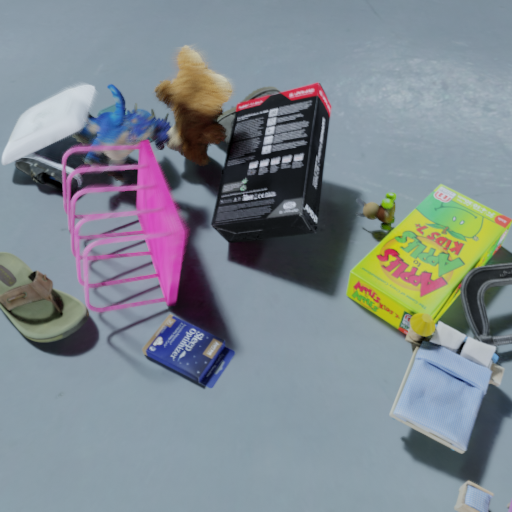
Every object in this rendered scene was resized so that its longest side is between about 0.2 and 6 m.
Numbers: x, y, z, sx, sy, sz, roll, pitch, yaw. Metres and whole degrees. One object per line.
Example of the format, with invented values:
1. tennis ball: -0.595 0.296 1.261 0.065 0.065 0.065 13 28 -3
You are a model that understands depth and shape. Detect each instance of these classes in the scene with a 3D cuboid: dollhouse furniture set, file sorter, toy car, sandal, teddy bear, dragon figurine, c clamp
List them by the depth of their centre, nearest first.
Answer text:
1. dollhouse furniture set: 3.067 2.085 7.568 2.672 1.744 2.523 27 56 13
2. c clamp: 4.386 1.094 9.403 2.404 0.326 2.054 -11 73 -11
3. sandal: -4.031 0.634 9.755 2.592 0.740 1.029 29 55 23
4. file sorter: -2.434 -0.537 9.873 1.614 1.788 2.573 -8 48 -22
5. toy car: 2.328 -0.906 11.007 0.742 0.609 0.585 10 33 23
6. teddy bear: -1.330 -2.952 11.495 1.956 2.698 0.901 49 59 -7
7. dragon figurine: -2.883 -2.857 11.878 1.846 1.093 3.714 -48 41 15

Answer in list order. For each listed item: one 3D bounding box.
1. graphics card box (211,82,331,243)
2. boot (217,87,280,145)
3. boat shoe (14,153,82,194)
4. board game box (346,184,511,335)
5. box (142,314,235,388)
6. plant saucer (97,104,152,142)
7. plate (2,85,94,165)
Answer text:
1. graphics card box: 0.347 -1.817 10.978 1.940 0.786 3.092 -6 59 27
2. boot: 0.283 -2.656 12.531 2.163 0.863 2.379 -37 50 -9
3. boat shoe: -4.535 -1.772 11.987 1.645 0.565 0.466 18 51 13
4. board game box: 3.211 0.022 10.295 1.551 0.727 3.053 34 57 26
5. box: -1.104 1.565 9.307 1.347 0.218 0.816 23 53 17
6. plant saucer: -3.138 -3.170 13.469 0.614 0.166 1.755 -33 56 -26
7. plate: -4.675 -3.037 12.506 2.071 0.335 2.075 -21 40 12
